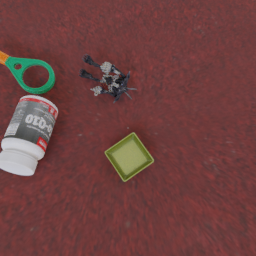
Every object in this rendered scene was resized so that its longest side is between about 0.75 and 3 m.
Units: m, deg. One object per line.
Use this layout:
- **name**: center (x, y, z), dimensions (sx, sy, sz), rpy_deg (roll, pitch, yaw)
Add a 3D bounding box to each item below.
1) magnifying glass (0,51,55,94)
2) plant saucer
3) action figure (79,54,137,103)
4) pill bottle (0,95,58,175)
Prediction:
- **magnifying glass**: center (-3.466, -1.927, 8.628), dimensions (2.630, 0.295, 1.047), rpy_deg (29, 75, 1)
- **plant saucer**: center (0.039, 0.771, 7.416), dimensions (0.965, 0.231, 0.963), rpy_deg (-34, 76, -4)
- **action figure**: center (-0.678, -1.440, 8.346), dimensions (1.837, 0.937, 1.092), rpy_deg (31, 108, 21)
- **pill bottle**: center (-2.625, 0.199, 7.390), dimensions (1.090, 1.090, 1.913), rpy_deg (8, 61, 4)
